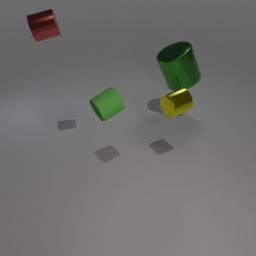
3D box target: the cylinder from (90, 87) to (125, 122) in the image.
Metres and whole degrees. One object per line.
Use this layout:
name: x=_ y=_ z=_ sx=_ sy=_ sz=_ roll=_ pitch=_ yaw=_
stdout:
cylinder: x=-0.561 y=-0.637 z=7.559 sx=0.700 sy=0.700 sz=0.700 roll=-34 pitch=41 yaw=-14

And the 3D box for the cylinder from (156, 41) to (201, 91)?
cylinder: x=2.001 y=-2.413 z=10.985 sx=1.400 sy=1.400 sz=1.400 roll=-19 pitch=36 yaw=15

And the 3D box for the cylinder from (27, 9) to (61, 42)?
cylinder: x=-2.265 y=-2.770 z=7.575 sx=0.700 sy=0.700 sz=0.700 roll=-17 pitch=33 yaw=-4

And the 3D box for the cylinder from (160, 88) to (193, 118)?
cylinder: x=1.408 y=-0.726 z=8.154 sx=0.700 sy=0.700 sz=0.700 roll=-23 pitch=37 yaw=-21
